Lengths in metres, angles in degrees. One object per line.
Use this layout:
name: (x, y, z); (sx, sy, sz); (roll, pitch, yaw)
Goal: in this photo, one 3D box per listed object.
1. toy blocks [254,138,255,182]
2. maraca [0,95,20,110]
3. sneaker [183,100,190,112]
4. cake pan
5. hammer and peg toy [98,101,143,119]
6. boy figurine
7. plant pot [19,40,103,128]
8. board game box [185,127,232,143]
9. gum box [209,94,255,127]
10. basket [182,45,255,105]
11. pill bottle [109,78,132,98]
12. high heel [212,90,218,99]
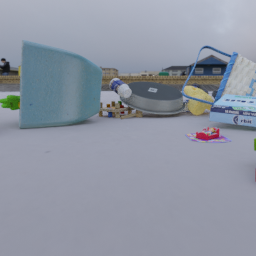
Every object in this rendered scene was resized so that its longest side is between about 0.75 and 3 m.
toy blocks: (2.637, 0.447, 3.944); (1.815, 0.907, 1.241); (5, 22, 34)
maraca: (-3.086, -0.868, 9.376); (2.201, 1.177, 1.509); (-5, -16, -18)
sneaker: (2.591, -0.966, 13.210); (1.543, 0.622, 1.130); (5, 18, 7)
cake pan: (1.111, -1.426, 12.414); (2.966, 0.544, 2.966); (6, 26, -3)
hammer and peg toy: (-0.342, -0.787, 11.719); (1.780, 0.628, 1.309); (6, 11, 34)
boy figurine: (3.374, -1.312, 13.132); (1.801, 0.933, 2.897); (34, 23, -2)
plant pot: (-2.420, -1.424, 10.006); (2.718, 2.669, 2.661); (2, 8, -22)
board game box: (2.047, 0.133, 7.231); (1.007, 0.248, 1.275); (0, 9, 0)
gum box: (3.929, -0.603, 9.182); (1.939, 0.508, 2.283); (10, 20, 27)
basket: (3.887, -1.945, 11.578); (2.744, 2.419, 1.908); (25, -4, 10)
pill bottle: (-0.287, -1.580, 11.210); (0.528, 0.528, 0.951); (-7, 34, -38)
high heel: (5.200, -0.935, 12.798); (2.538, 0.906, 1.809); (28, -1, 37)
